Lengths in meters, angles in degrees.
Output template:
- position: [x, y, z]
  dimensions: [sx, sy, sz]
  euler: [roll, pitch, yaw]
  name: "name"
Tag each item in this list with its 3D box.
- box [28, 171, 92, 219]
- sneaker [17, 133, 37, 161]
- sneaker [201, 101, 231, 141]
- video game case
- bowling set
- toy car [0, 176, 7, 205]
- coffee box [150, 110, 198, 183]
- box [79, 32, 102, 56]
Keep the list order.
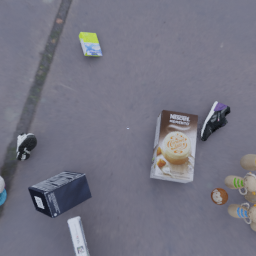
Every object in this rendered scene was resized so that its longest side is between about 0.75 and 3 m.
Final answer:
- position: [-1.665, 1.585, 6.870]
  dimensions: [1.090, 1.099, 0.677]
  euler: [-23, 102, -37]
  name: "box"
- position: [-2.808, 0.330, 7.556]
  dimensions: [0.445, 1.179, 0.678]
  euler: [0, 57, -35]
  name: "sneaker"
- position: [2.505, -0.152, 7.954]
  dimensions: [0.550, 0.476, 1.256]
  euler: [22, 78, 27]
  name: "sneaker"
- position: [-0.910, 2.887, 6.029]
  dimensions: [0.246, 2.108, 1.916]
  euler: [-15, 76, -12]
  name: "video game case"
- position: [2.901, 1.718, 6.663]
  dimensions: [1.516, 1.169, 2.178]
  euler: [-9, 86, -23]
  name: "bowling set"
- position: [-3.671, 1.534, 7.200]
  dimensions: [1.363, 1.022, 1.193]
  euler: [40, 94, 22]
  name: "toy car"
- position: [1.249, 0.506, 7.624]
  dimensions: [1.028, 0.717, 1.798]
  euler: [9, 74, -2]
  name: "coffee box"
- position: [-1.198, -2.651, 8.996]
  dimensions: [0.547, 0.214, 0.898]
  euler: [-6, 68, -31]
  name: "box"
